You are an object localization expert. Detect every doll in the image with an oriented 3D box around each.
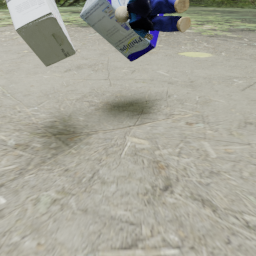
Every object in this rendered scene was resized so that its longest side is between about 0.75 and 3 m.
[{"bbox_3d":[0.327,-1.865,4.515,1.393,0.951,0.338,19,45,41],"label":"doll"}]

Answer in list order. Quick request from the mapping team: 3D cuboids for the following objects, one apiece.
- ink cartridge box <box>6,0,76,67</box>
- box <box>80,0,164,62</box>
[{"bbox_3d":[-2.073,-2.655,6.343,0.834,1.477,2.013,-24,69,1],"label":"ink cartridge box"},{"bbox_3d":[-0.062,-3.348,8.057,1.072,2.043,1.879,-19,46,44],"label":"box"}]
